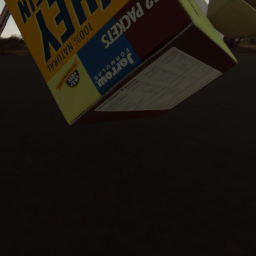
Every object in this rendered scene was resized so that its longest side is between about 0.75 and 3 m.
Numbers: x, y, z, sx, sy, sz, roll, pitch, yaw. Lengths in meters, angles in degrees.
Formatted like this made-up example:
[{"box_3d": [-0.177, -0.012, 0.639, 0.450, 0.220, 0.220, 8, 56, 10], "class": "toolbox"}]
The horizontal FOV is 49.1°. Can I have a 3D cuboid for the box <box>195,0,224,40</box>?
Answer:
[{"box_3d": [1.420, -3.221, 8.903, 2.686, 1.428, 2.045, 32, -15, -36], "class": "box"}]

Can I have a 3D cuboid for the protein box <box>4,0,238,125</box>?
[{"box_3d": [-0.048, -1.831, 4.680, 1.983, 2.918, 2.939, -35, -13, 26], "class": "protein box"}]

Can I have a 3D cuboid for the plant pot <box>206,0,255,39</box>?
[{"box_3d": [2.143, -2.391, 5.468, 1.060, 1.059, 0.938, 23, -24, -23], "class": "plant pot"}]

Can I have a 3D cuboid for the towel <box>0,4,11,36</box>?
[{"box_3d": [-2.870, -2.763, 6.692, 0.250, 1.585, 2.201, 24, 31, -31], "class": "towel"}]
